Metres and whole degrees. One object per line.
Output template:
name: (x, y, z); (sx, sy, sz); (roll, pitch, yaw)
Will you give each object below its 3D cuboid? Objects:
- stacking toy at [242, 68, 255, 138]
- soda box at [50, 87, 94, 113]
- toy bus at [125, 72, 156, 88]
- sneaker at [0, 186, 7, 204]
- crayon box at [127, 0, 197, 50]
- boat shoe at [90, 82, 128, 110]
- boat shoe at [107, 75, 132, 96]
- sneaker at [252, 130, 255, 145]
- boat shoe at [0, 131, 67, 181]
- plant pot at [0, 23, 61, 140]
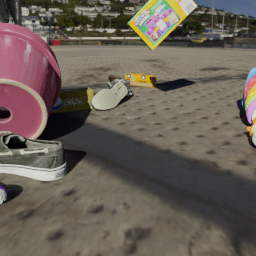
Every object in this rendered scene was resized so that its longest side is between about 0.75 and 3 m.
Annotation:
stacking toy: (3.876, -0.503, 7.836); (1.683, 1.591, 2.900); (18, 40, 25)
soda box: (-2.263, -0.983, 9.847); (2.052, 0.695, 0.657); (-7, 21, -20)
toy bus: (0.625, -2.426, 14.112); (1.574, 0.616, 0.512); (11, 24, 30)
sneaker: (-2.533, 0.997, 4.602); (1.174, 0.408, 0.584); (-1, 18, -2)
crayon box: (1.067, -3.634, 9.005); (1.966, 1.167, 0.573); (-43, 18, 13)
boat shoe: (-0.772, -1.086, 10.429); (0.716, 0.760, 2.117); (-25, 10, 35)
boat shoe: (-0.436, -1.869, 12.385); (0.787, 0.741, 2.190); (-6, 21, -20)
sneaker: (3.997, 0.128, 5.913); (2.469, 1.012, 0.913); (9, 39, 25)
boat shoe: (-2.331, 0.447, 5.640); (2.380, 0.758, 0.841); (5, 20, 14)
plant pot: (-3.045, -0.919, 7.089); (2.831, 2.831, 2.534); (-6, 36, -17)
